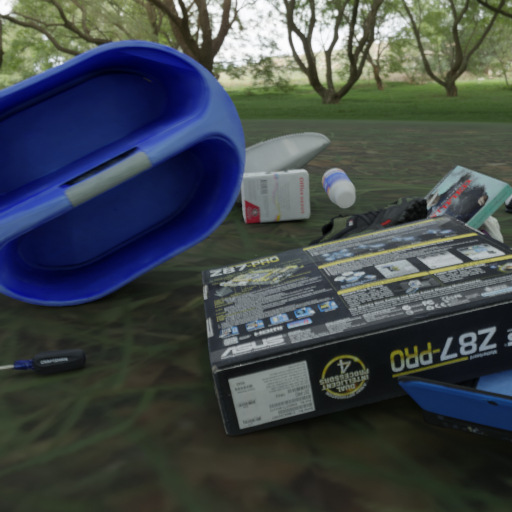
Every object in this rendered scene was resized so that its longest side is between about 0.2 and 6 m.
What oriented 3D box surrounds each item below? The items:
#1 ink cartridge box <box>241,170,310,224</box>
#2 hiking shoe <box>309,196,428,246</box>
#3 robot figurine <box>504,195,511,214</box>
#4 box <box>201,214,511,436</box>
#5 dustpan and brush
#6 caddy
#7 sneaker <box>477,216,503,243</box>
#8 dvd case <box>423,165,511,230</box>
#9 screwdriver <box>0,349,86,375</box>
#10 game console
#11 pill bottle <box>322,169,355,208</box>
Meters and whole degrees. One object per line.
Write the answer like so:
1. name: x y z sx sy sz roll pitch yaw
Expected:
1. ink cartridge box: 0.404 -1.290 12.102 1.407 1.038 0.602 -5 16 -7
2. hiking shoe: 1.836 -0.433 9.289 1.410 1.060 2.800 15 26 37
3. robot figurine: 6.082 -1.199 13.010 0.423 0.509 0.678 12 12 -20
4. box: 1.085 0.498 5.922 3.254 0.799 2.623 -13 20 -4
5. dustpan and brush: -0.424 -1.965 13.066 3.880 1.110 2.708 -29 -3 -38
6. caddy: -2.165 -1.136 7.750 4.100 2.898 2.152 -31 22 -14
7. sneaker: 4.104 -0.513 10.197 0.985 0.741 1.978 -1 17 -3
8. dvd case: 3.507 -0.828 10.155 0.250 1.656 2.269 40 13 -11
9. screwdriver: -2.607 1.118 5.684 1.688 0.246 0.235 -1 15 -16
10. game console: 2.207 1.003 4.460 1.713 1.014 1.462 6 35 33
11. pill bottle: 1.214 -0.971 8.144 0.385 0.385 0.687 -2 31 -6
